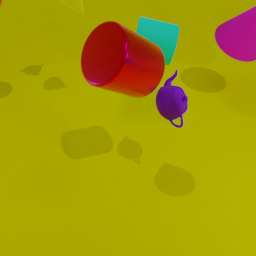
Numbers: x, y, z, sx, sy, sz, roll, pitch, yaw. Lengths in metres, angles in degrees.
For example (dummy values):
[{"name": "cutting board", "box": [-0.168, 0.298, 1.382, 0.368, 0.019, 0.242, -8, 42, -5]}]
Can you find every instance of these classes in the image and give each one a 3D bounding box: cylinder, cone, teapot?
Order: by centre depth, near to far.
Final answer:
[{"name": "cylinder", "box": [-0.082, -1.151, 4.927, 1.084, 1.084, 1.084, 9, 27, -49]}, {"name": "teapot", "box": [0.915, -0.568, 5.595, 0.570, 1.164, 0.724, -13, -8, 37]}, {"name": "cone", "box": [-1.344, -3.175, 6.951, 0.866, 0.870, 0.866, -20, 43, 20]}, {"name": "cone", "box": [3.620, -3.062, 8.068, 1.613, 1.619, 1.613, 5, 63, -10]}, {"name": "cylinder", "box": [0.821, -2.653, 8.604, 1.220, 1.220, 1.220, 13, 44, -2]}]

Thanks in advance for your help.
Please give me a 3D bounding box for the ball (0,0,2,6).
[{"name": "ball", "box": [-3.443, -3.104, 6.436, 1.013, 1.013, 1.013, 0, 43, 0]}]
